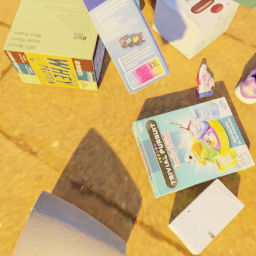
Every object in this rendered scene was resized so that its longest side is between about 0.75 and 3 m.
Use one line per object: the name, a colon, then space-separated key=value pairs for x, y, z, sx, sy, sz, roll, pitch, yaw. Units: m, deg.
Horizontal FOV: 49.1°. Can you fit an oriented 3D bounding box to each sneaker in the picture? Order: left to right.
sneaker: x=2.497 y=-1.486 z=9.010 sx=0.527 sy=0.486 sz=1.194 roll=5 pitch=76 yaw=1
sneaker: x=4.387 y=-1.713 z=8.804 sx=2.228 sy=0.985 sz=0.896 roll=-41 pitch=72 yaw=-17

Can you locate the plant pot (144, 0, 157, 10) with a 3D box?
plant pot: x=1.244 y=-5.015 z=10.145 sx=1.235 sy=1.235 sz=0.864 roll=27 pitch=54 yaw=11

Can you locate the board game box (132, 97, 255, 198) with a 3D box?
board game box: x=1.773 y=0.506 z=7.887 sx=2.799 sy=0.657 sz=2.113 roll=-16 pitch=73 yaw=-9

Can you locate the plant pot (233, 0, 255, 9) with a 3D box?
plant pot: x=2.594 y=-3.177 z=5.781 sx=0.955 sy=1.351 sz=0.955 roll=26 pitch=109 yaw=0

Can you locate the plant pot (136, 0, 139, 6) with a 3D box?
plant pot: x=-0.212 y=-4.354 z=9.784 sx=1.065 sy=1.327 sz=1.327 roll=-10 pitch=67 yaw=-12

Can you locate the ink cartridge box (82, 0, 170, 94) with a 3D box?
ink cartridge box: x=-0.033 y=-1.954 z=5.651 sx=0.885 sy=1.581 sz=2.318 roll=-28 pitch=98 yaw=12

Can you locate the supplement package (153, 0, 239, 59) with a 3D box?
supplement package: x=2.221 y=-3.832 z=9.421 sx=1.980 sy=1.456 sz=1.894 roll=-40 pitch=73 yaw=-16

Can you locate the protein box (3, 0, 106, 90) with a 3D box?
protein box: x=-2.033 y=-2.816 z=8.844 sx=2.540 sy=1.726 sz=2.559 roll=7 pitch=67 yaw=3

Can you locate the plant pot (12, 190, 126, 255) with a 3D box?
plant pot: x=-1.275 y=2.836 z=6.477 sx=2.274 sy=2.130 sz=2.130 roll=20 pitch=68 yaw=-5

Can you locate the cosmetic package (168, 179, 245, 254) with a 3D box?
cosmetic package: x=2.008 y=2.282 z=7.267 sx=1.747 sy=0.709 sz=0.986 roll=-41 pitch=71 yaw=-14
